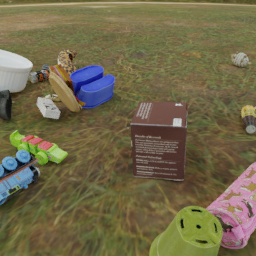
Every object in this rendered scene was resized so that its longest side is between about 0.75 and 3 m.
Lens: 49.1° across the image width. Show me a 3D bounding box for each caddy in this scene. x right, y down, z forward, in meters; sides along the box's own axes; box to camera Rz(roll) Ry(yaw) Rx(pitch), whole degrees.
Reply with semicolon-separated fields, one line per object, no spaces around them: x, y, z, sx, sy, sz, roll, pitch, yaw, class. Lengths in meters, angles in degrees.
-1.541;-1.645;11.626;1.531;1.137;2.165;40;48;21;caddy

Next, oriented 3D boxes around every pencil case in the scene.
2.617;1.610;6.148;2.380;1.030;0.985;-26;60;-36;pencil case

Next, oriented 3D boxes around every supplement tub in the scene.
-4.352;-2.532;13.717;0.844;0.517;0.517;-25;39;-34;supplement tub

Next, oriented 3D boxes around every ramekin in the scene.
-5.643;-2.543;12.356;2.556;1.246;2.556;18;21;-7;ramekin

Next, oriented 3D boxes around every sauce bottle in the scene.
4.320;-0.320;9.948;0.507;0.507;1.536;7;31;12;sauce bottle

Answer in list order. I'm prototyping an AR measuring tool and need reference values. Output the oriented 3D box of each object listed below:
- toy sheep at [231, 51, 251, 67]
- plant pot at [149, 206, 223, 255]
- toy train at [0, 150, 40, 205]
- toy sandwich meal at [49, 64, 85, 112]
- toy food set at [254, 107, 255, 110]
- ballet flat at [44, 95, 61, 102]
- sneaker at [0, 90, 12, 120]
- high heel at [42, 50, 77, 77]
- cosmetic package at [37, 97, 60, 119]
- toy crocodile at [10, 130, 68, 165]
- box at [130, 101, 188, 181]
6.301;-3.816;15.657;0.836;0.836;1.213;-25;52;-36;toy sheep
1.106;2.060;4.955;1.279;1.214;1.279;5;39;-4;plant pot
-2.883;1.199;6.969;0.692;0.911;1.595;-36;-1;32;toy train
-2.196;-1.425;10.195;0.649;1.896;1.896;-39;44;-18;toy sandwich meal
5.447;-0.611;10.648;0.909;0.383;1.267;-25;30;-35;toy food set
-3.219;-1.290;11.823;0.863;0.272;0.296;2;30;4;ballet flat
-5.248;-0.901;10.697;1.418;0.816;2.719;-9;27;-16;sneaker
-2.880;-3.332;14.730;1.967;0.985;2.760;16;39;19;high heel
-2.961;-0.754;10.367;0.534;0.328;1.294;11;18;-35;cosmetic package
-2.662;0.560;8.316;1.973;0.609;0.666;17;34;26;toy crocodile
0.887;0.317;7.618;1.376;1.676;1.390;3;30;12;box
